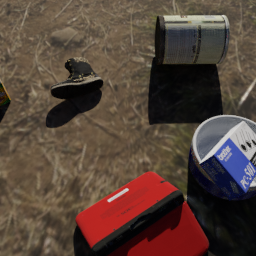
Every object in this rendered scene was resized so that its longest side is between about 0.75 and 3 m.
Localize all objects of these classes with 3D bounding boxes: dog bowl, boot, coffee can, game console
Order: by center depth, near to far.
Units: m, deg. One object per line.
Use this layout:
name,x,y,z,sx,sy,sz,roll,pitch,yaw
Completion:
game console,0.359,2.983,8.065,2.886,1.713,2.487,-28,27,-20
dog bowl,3.362,0.922,9.108,2.671,1.052,2.671,0,54,0
boot,-2.270,-2.089,11.517,2.151,0.787,1.620,-18,56,-17
coffee can,2.616,-3.738,11.964,2.769,2.026,2.026,0,53,0

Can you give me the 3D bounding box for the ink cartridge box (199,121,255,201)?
ink cartridge box,1.957,0.512,5.007,0.772,0.363,1.643,51,43,8

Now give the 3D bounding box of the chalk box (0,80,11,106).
chalk box,-5.725,-1.365,10.779,1.833,1.136,1.144,-26,59,-17
